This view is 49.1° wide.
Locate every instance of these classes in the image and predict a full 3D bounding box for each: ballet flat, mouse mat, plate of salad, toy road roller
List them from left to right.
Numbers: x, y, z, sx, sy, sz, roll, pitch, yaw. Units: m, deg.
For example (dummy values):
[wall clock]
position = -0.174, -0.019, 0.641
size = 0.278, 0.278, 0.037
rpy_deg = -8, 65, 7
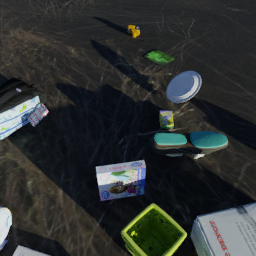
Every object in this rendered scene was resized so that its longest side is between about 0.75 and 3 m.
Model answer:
[toy road roller]
position = 0.302, -5.611, 16.352
size = 0.779, 0.479, 0.568
rpy_deg = 16, 59, 14
[mouse mat]
position = 1.650, -3.712, 14.788
size = 1.126, 0.053, 1.400
rpy_deg = -34, 54, -28
[plate of salad]
position = 2.433, -1.755, 12.163
size = 1.648, 0.396, 1.648
rpy_deg = -21, 51, 28
[ballet flat]
position = 2.126, 0.603, 9.966
size = 2.654, 0.908, 0.903
rpy_deg = 2, 46, 2

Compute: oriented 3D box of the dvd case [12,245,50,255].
[dvd case]
position = -2.359, 3.963, 7.216
size = 1.916, 0.168, 1.367
rpy_deg = 12, 47, 11

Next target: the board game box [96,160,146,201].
[board game box]
position = -0.203, 1.638, 8.597
size = 1.443, 1.446, 0.298
rpy_deg = -8, 45, -6

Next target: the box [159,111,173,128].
[box]
position = 1.559, -0.336, 11.380
size = 0.526, 0.217, 0.896
rpy_deg = 0, 47, 1

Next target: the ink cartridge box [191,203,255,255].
[ink cartridge box]
position = 3.384, 3.171, 7.241
size = 2.934, 1.219, 2.151
rpy_deg = -9, 46, -9

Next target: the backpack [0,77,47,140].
[backpack]
position = -4.756, -0.719, 10.836
size = 2.027, 1.911, 2.485
rpy_deg = 26, 32, 17

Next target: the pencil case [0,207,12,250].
[pencil case]
position = -4.861, 2.589, 7.817
size = 2.990, 1.243, 1.356
rpy_deg = 7, 31, 6

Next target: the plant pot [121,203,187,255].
[plant pot]
position = 0.651, 3.020, 7.458
size = 1.256, 1.140, 1.250
rpy_deg = -33, 55, -28

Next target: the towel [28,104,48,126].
[towel]
position = -3.429, -0.501, 10.644
size = 0.812, 0.121, 0.594
rpy_deg = -47, 49, -2
